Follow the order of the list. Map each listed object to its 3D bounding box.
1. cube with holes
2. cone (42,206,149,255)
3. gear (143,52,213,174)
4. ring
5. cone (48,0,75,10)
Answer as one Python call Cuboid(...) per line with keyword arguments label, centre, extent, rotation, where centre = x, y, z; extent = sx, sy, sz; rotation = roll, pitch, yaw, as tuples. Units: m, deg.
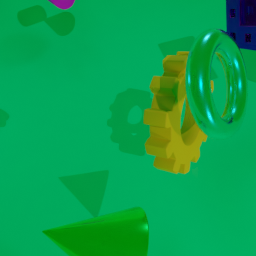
Cuboid(label="cube with holes", centre=(2.501, -2.026, 4.651), extent=(1.193, 1.193, 1.193), rotation=(-16, 24, -12))
Cuboid(label="cone", centre=(-0.486, 1.375, 3.387), extent=(1.112, 1.108, 1.108), rotation=(19, 64, -14))
Cuboid(label="gear", centre=(0.839, -0.219, 4.254), extent=(0.331, 1.789, 1.789), rotation=(11, 62, 33))
Cuboid(label="ring", centre=(1.008, -0.470, 3.076), extent=(0.242, 1.208, 1.208), rotation=(-1, 56, 43))
Cuboid(label="cone", centre=(-1.985, -3.443, 6.971), extent=(0.978, 0.974, 0.974), rotation=(11, 62, 32))
